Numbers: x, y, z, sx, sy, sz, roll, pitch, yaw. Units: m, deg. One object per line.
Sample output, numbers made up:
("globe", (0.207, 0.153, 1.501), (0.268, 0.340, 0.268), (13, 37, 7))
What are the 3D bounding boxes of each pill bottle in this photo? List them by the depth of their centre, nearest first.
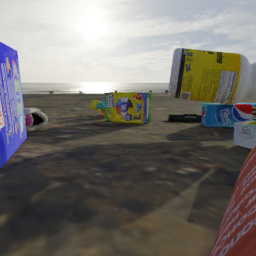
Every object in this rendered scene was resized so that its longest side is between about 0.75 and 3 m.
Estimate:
("pill bottle", (0.738, 0.618, 0.414), (1.366, 1.366, 2.435), (5, 10, 27))
("pill bottle", (2.735, -1.580, 8.739), (2.802, 1.575, 1.575), (8, 10, 7))

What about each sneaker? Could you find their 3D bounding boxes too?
("sneaker", (-3.192, -0.278, 8.109), (0.862, 0.795, 1.954), (6, 11, 44))

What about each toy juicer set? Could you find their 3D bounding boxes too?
("toy juicer set", (-0.695, -0.756, 12.185), (1.525, 0.652, 2.398), (15, -2, -24))

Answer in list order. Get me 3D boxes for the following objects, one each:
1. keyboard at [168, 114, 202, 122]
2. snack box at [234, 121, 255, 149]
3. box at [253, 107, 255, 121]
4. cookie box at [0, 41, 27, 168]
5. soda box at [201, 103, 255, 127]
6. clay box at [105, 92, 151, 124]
("keyboard", (2.364, -0.363, 10.662), (1.641, 0.211, 0.985), (2, 15, 10))
("snack box", (3.493, 0.196, 5.636), (1.540, 0.574, 2.165), (-5, 9, -22))
("box", (3.322, -0.302, 5.694), (1.333, 0.329, 1.065), (-2, 2, 17))
("cookie box", (-2.759, -0.576, 5.461), (0.966, 2.198, 2.569), (-5, 9, -10))
("soda box", (3.700, -0.446, 9.323), (2.350, 0.754, 0.797), (-1, 9, 1))
("clay box", (-0.114, -0.763, 10.214), (1.926, 1.106, 0.458), (4, 10, 27))
